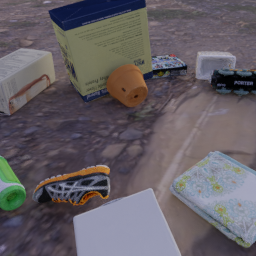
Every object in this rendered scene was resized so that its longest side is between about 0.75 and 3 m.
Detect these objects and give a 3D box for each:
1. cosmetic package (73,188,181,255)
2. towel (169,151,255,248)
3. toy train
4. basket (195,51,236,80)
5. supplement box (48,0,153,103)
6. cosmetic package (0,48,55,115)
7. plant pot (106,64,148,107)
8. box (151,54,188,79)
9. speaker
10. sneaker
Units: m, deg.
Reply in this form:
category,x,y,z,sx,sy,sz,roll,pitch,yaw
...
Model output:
category,x,y,z,sx,sy,sz,roll,pitch,yaw
cosmetic package,0.201,2.400,3.866,1.491,1.086,2.932,-19,35,-2
towel,2.162,1.413,6.110,1.724,0.485,2.014,-28,43,-31
toy train,4.234,-1.804,10.547,2.350,1.001,1.339,4,22,9
basket,3.575,-2.614,11.661,1.476,1.000,0.910,3,30,4
supplement box,-0.884,-2.965,10.091,2.878,2.875,1.932,-23,39,-15
cosmetic package,-4.053,-1.776,10.127,1.503,1.269,2.908,11,36,17
plant pot,0.064,-1.362,9.625,1.347,1.347,0.943,-18,55,-25
box,1.269,-2.699,12.246,2.204,0.440,1.509,-9,35,-13
speaker,-2.818,1.172,6.253,0.649,0.649,1.467,-24,40,-31
sneaker,-1.193,1.331,5.913,1.770,0.693,0.683,-19,70,10
